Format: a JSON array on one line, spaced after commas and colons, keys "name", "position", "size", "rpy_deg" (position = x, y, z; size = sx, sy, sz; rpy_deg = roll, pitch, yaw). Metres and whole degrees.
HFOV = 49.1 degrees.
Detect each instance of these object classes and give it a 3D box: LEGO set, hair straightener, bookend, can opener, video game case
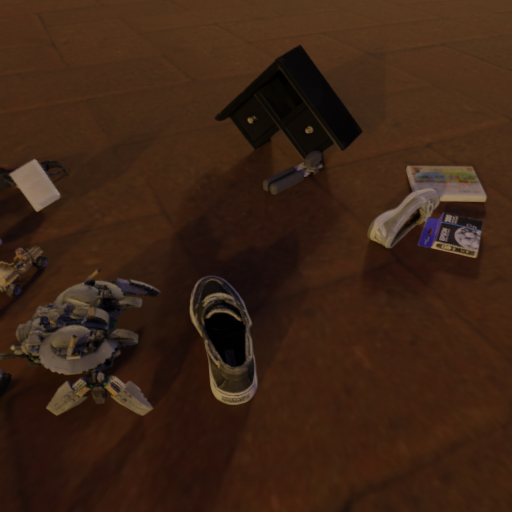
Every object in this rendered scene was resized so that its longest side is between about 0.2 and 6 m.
[{"name": "LEGO set", "position": [-3.178, 0.859, 8.731], "size": [4.397, 1.246, 2.856], "rpy_deg": [17, 40, 21]}, {"name": "hair straightener", "position": [-5.462, -1.703, 12.885], "size": [2.429, 0.497, 0.935], "rpy_deg": [-14, 40, -25]}, {"name": "bookend", "position": [0.765, -3.314, 14.033], "size": [2.605, 2.589, 1.200], "rpy_deg": [-29, 13, 45]}, {"name": "can opener", "position": [0.887, -2.012, 13.085], "size": [1.743, 0.583, 0.465], "rpy_deg": [-30, 46, -34]}, {"name": "video game case", "position": [4.366, -1.682, 12.983], "size": [1.552, 0.178, 1.412], "rpy_deg": [1, 37, 5]}]

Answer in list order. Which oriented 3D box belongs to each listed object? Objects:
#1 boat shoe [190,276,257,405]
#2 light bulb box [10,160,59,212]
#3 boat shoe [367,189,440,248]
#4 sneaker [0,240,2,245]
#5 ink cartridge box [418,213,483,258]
[{"name": "boat shoe", "position": [-0.490, 1.044, 8.818], "size": [0.931, 0.838, 2.634], "rpy_deg": [-9, 38, -12]}, {"name": "light bulb box", "position": [-4.645, -1.495, 11.806], "size": [0.570, 0.913, 0.905], "rpy_deg": [-34, 20, -10]}, {"name": "boat shoe", "position": [3.107, -0.750, 11.373], "size": [1.910, 0.704, 0.612], "rpy_deg": [-28, 51, -26]}, {"name": "sneaker", "position": [-5.802, -0.173, 10.804], "size": [1.719, 0.662, 0.704], "rpy_deg": [3, 65, 3]}, {"name": "ink cartridge box", "position": [3.942, -0.461, 11.323], "size": [1.127, 0.245, 1.116], "rpy_deg": [13, 40, 19]}]
